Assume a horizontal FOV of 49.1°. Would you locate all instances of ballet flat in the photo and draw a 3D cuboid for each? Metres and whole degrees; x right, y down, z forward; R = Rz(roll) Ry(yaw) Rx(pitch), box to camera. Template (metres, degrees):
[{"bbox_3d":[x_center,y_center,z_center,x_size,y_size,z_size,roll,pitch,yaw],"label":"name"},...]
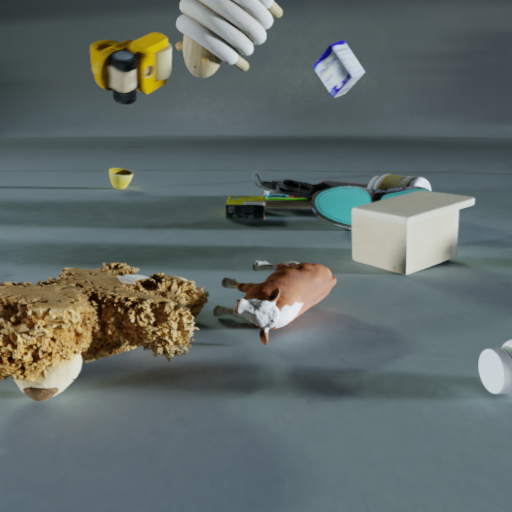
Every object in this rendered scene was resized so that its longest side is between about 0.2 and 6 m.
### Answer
[{"bbox_3d":[2.087,-0.828,10.268,2.362,0.850,0.850,-3,15,-11],"label":"ballet flat"}]

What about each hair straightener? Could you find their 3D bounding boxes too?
[{"bbox_3d":[1.244,-1.490,12.116,2.739,0.560,1.054,11,9,-1],"label":"hair straightener"}]

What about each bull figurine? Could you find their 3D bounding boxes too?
[{"bbox_3d":[0.161,0.407,5.690,0.953,0.511,1.569,11,18,37],"label":"bull figurine"}]

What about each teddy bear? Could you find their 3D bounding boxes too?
[{"bbox_3d":[-1.365,0.580,4.825,1.814,0.835,2.502,8,7,1],"label":"teddy bear"}]

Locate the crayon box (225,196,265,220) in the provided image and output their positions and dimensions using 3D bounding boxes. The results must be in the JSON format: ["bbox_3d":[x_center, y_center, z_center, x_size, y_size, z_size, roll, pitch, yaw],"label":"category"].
[{"bbox_3d":[-0.199,-1.002,11.484,0.779,0.312,1.228,1,15,2],"label":"crayon box"}]

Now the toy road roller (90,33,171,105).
[{"bbox_3d":[-1.648,-2.490,7.190,0.750,0.631,1.028,33,50,19],"label":"toy road roller"}]

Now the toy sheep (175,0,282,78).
[{"bbox_3d":[-0.291,-2.722,6.211,1.113,1.614,1.113,29,12,-7],"label":"toy sheep"}]

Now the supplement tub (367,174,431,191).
[{"bbox_3d":[2.896,-1.245,11.438,0.805,0.805,1.115,-13,20,-40],"label":"supplement tub"}]

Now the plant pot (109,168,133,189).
[{"bbox_3d":[-3.690,-2.068,15.192,0.632,0.448,0.632,11,23,-5],"label":"plant pot"}]

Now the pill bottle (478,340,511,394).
[{"bbox_3d":[2.119,0.829,4.191,0.799,0.443,0.443,-3,15,-10],"label":"pill bottle"}]

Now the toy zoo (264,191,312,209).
[{"bbox_3d":[0.769,-1.343,13.041,1.192,0.186,1.817,1,15,3],"label":"toy zoo"}]

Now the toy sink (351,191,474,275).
[{"bbox_3d":[2.236,-0.346,7.938,1.517,0.850,0.989,-17,21,-34],"label":"toy sink"}]

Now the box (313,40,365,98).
[{"bbox_3d":[1.084,-2.465,7.404,0.277,0.528,0.485,-30,-5,-31],"label":"box"}]
